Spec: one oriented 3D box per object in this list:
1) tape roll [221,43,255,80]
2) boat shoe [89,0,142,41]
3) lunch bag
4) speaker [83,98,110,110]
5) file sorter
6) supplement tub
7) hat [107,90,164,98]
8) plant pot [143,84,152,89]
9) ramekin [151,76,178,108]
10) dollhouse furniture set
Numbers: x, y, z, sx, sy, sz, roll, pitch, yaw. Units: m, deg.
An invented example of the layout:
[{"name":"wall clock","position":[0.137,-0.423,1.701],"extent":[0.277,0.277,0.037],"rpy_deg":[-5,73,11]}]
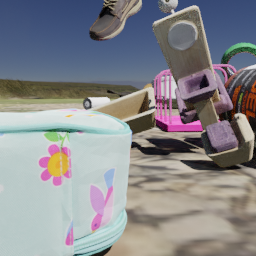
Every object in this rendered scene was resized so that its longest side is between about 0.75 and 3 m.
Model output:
[{"name":"tape roll","position":[3.639,-2.049,8.950],"extent":[1.283,1.283,0.308],"rpy_deg":[2,38,15]},{"name":"boat shoe","position":[-0.474,-3.702,8.760],"extent":[0.941,0.926,2.525],"rpy_deg":[16,56,27]},{"name":"lunch bag","position":[-1.187,0.322,2.122],"extent":[2.328,0.897,1.867],"rpy_deg":[-3,5,-22]},{"name":"speaker","position":[-1.878,-1.491,17.178],"extent":[0.746,0.746,1.836],"rpy_deg":[5,9,34]},{"name":"file sorter","position":[1.912,-0.951,8.688],"extent":[1.974,1.781,2.840],"rpy_deg":[-1,7,-4]},{"name":"supplement tub","position":[2.718,-0.268,4.127],"extent":[1.588,1.588,2.969],"rpy_deg":[-1,7,-12]},{"name":"hat","position":[0.301,-0.953,11.574],"extent":[2.628,1.060,2.628],"rpy_deg":[7,8,-1]},{"name":"plant pot","position":[1.928,-3.035,26.311],"extent":[1.783,1.783,1.914],"rpy_deg":[3,27,22]},{"name":"ramekin","position":[2.977,-2.268,18.319],"extent":[2.970,1.448,2.970],"rpy_deg":[3,-7,0]},{"name":"dollhouse furniture set","position":[0.051,-0.526,4.325],"extent":[2.860,2.030,2.266],"rpy_deg":[-18,37,16]}]
